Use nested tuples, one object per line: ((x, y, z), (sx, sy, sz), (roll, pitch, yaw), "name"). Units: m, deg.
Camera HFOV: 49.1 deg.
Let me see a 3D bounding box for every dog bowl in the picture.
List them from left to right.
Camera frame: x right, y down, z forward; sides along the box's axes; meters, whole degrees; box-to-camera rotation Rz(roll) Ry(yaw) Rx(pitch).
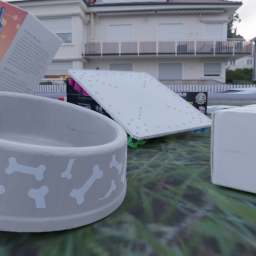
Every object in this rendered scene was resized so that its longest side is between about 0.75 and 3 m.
((-1.041, 0.153, 3.089), (2.270, 0.666, 2.270), (14, 14, -3), "dog bowl")

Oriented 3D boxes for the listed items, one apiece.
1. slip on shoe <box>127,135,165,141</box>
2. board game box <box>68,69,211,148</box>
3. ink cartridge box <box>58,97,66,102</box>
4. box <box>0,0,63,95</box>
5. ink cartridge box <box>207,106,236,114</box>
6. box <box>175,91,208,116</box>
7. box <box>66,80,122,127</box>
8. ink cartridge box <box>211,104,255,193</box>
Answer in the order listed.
((0.251, -0.011, 6.425), (1.739, 0.532, 0.644), (-9, 14, -40), "slip on shoe")
((0.312, -0.634, 6.936), (2.780, 0.360, 2.779), (-8, 41, -42), "board game box")
((-2.454, -1.217, 13.875), (1.585, 0.656, 1.155), (4, 10, 24), "ink cartridge box")
((-3.554, -1.866, 7.660), (2.104, 2.763, 1.469), (28, -1, 25), "box")
((4.196, -0.778, 12.161), (1.541, 0.313, 1.544), (-6, 11, -36), "ink cartridge box")
((2.053, -0.727, 9.469), (1.275, 1.021, 0.282), (-2, 10, -16), "box")
((-0.822, -0.761, 8.461), (1.198, 1.380, 2.088), (-7, 12, -42), "box")
((2.261, 0.194, 3.662), (1.631, 0.936, 2.246), (7, 11, 37), "ink cartridge box")
